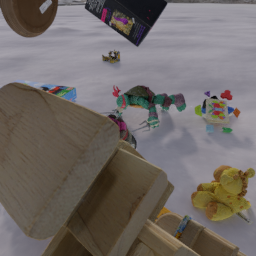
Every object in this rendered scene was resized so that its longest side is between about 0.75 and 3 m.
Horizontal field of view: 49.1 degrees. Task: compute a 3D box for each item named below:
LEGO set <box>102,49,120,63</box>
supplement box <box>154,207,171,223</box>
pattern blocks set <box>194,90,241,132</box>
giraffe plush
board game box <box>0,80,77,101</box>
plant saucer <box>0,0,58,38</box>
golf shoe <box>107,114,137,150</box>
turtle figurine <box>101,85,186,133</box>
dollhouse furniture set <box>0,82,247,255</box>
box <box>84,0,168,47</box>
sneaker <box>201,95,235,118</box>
[{"bbox_3d":[-0.843,-3.640,13.993,0.749,0.565,0.975,-18,33,-31],"label":"LEGO set"},{"bbox_3d":[-0.143,1.436,4.085,0.958,0.990,2.878,-21,33,-37],"label":"supplement box"},{"bbox_3d":[2.516,-0.494,7.882,1.257,0.116,1.430,-4,58,-2],"label":"pattern blocks set"},{"bbox_3d":[1.724,1.050,4.874,1.087,0.882,0.938,21,34,33],"label":"giraffe plush"},{"bbox_3d":[-3.201,-0.996,9.171,2.417,0.442,1.828,9,30,18],"label":"board game box"},{"bbox_3d":[-2.913,-3.962,8.628,0.343,2.330,2.330,19,33,21],"label":"plant saucer"},{"bbox_3d":[-1.090,0.590,5.814,2.621,1.207,0.951,-11,51,17],"label":"golf shoe"},{"bbox_3d":[0.419,-0.639,7.910,2.272,1.144,1.701,-10,29,-30],"label":"turtle figurine"},{"bbox_3d":[-0.741,1.367,2.204,1.846,2.435,2.779,22,73,45],"label":"dollhouse furniture set"},{"bbox_3d":[-0.075,-4.194,9.570,2.331,1.236,1.425,34,65,-9],"label":"box"},{"bbox_3d":[2.730,-0.670,8.390,1.085,0.604,0.417,-4,28,-8],"label":"sneaker"}]
